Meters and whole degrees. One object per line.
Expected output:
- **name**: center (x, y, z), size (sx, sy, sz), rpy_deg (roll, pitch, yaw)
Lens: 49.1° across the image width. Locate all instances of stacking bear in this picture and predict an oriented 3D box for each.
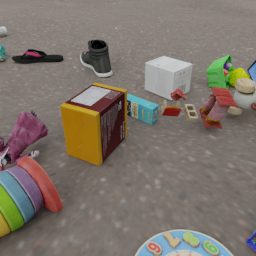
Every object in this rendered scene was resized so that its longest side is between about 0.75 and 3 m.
- **stacking bear**: center (-2.360, 1.476, 4.912), size (1.204, 1.128, 1.983), rpy_deg (26, 46, 33)

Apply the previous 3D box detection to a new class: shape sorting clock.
- **shape sorting clock**: center (0.902, 2.272, 4.279), size (1.754, 0.344, 1.754), rpy_deg (0, 33, 0)

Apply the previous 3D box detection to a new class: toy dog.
- **toy dog**: center (3.921, -0.930, 8.176), size (2.159, 1.424, 1.040), rpy_deg (-29, 50, -11)

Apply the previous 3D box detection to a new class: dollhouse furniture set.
- **dollhouse furniture set**: center (1.832, -0.553, 7.412), size (1.692, 0.910, 0.688), rpy_deg (2, 49, -13)

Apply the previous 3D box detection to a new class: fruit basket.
- **fruit basket**: center (3.746, -1.984, 10.206), size (1.526, 1.101, 1.526), rpy_deg (-14, 24, 7)

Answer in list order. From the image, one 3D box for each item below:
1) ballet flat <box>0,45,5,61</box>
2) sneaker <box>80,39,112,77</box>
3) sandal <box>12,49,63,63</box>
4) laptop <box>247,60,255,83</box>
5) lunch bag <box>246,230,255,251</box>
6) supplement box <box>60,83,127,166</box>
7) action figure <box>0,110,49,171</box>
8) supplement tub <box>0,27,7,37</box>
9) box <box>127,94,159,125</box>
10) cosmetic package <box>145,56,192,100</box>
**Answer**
- **ballet flat**: center (-5.870, -3.328, 12.733), size (0.550, 0.550, 1.532), rpy_deg (-9, 32, -14)
- **sneaker**: center (-1.370, -3.130, 11.606), size (0.907, 1.273, 2.566), rpy_deg (-17, 36, -21)
- **sandal**: center (-4.018, -3.250, 12.481), size (2.211, 0.498, 0.830), rpy_deg (-3, 34, -5)
- **laptop**: center (5.115, -1.799, 10.070), size (1.451, 0.750, 1.286), rpy_deg (21, 40, 29)
- **lunch bag**: center (3.139, 1.014, 4.224), size (1.874, 2.490, 1.171), rpy_deg (-17, 37, -24)
- **supplement box**: center (-0.759, -0.139, 6.935), size (0.958, 1.424, 1.443), rpy_deg (16, 37, 23)
- **action figure**: center (-2.606, 0.336, 6.473), size (1.159, 1.043, 1.557), rpy_deg (-15, 37, 56)
- **supplement tub**: center (-7.240, -5.368, 15.690), size (0.503, 0.503, 0.763), rpy_deg (29, 43, 36)
- **box**: center (0.271, -0.604, 8.437), size (1.338, 0.551, 0.329), rpy_deg (24, 40, 32)
- **cosmetic package**: center (1.376, -1.754, 9.724), size (1.051, 1.045, 1.256), rpy_deg (-29, 42, -36)
